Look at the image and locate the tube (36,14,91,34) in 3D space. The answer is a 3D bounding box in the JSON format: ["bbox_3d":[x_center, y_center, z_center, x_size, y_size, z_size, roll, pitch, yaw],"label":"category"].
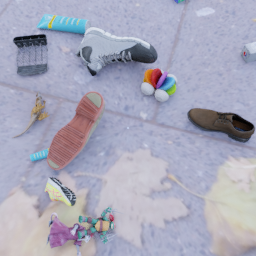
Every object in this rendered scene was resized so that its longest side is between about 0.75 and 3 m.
[{"bbox_3d":[-2.444,-3.981,10.716,2.034,0.513,0.788,12,57,13],"label":"tube"}]

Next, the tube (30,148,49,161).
[{"bbox_3d":[-2.524,0.788,8.420,0.806,0.203,0.312,-18,77,-14],"label":"tube"}]

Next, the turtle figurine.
[{"bbox_3d":[-0.689,2.539,7.251,1.180,0.594,0.883,4,64,-20],"label":"turtle figurine"}]

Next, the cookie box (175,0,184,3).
[{"bbox_3d":[2.221,-5.687,11.600,0.942,0.354,0.806,-30,68,-14],"label":"cookie box"}]

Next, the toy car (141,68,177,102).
[{"bbox_3d":[1.051,-1.537,9.196,1.177,0.883,1.030,28,66,13],"label":"toy car"}]

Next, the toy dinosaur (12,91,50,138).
[{"bbox_3d":[-2.937,-0.380,8.895,0.517,0.909,1.711,35,59,-33],"label":"toy dinosaur"}]

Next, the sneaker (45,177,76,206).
[{"bbox_3d":[-1.871,1.847,7.691,1.142,0.446,0.515,32,93,35],"label":"sneaker"}]

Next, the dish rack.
[{"bbox_3d":[-3.448,-2.596,9.997,1.212,0.431,1.580,-8,64,-3],"label":"dish rack"}]

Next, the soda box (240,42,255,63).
[{"bbox_3d":[4.876,-2.834,10.069,1.481,0.506,0.470,-15,64,-7],"label":"soda box"}]

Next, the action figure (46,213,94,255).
[{"bbox_3d":[-1.475,2.765,7.291,1.199,0.892,0.803,5,106,-12],"label":"action figure"}]

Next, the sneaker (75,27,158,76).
[{"bbox_3d":[-0.538,-2.334,9.616,2.881,1.081,1.664,22,69,22],"label":"sneaker"}]

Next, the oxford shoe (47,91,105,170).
[{"bbox_3d":[-1.428,0.162,8.387,0.911,0.951,2.575,36,88,13],"label":"oxford shoe"}]

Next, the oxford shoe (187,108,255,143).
[{"bbox_3d":[2.859,-0.270,8.574,2.056,0.868,0.747,17,66,10],"label":"oxford shoe"}]
